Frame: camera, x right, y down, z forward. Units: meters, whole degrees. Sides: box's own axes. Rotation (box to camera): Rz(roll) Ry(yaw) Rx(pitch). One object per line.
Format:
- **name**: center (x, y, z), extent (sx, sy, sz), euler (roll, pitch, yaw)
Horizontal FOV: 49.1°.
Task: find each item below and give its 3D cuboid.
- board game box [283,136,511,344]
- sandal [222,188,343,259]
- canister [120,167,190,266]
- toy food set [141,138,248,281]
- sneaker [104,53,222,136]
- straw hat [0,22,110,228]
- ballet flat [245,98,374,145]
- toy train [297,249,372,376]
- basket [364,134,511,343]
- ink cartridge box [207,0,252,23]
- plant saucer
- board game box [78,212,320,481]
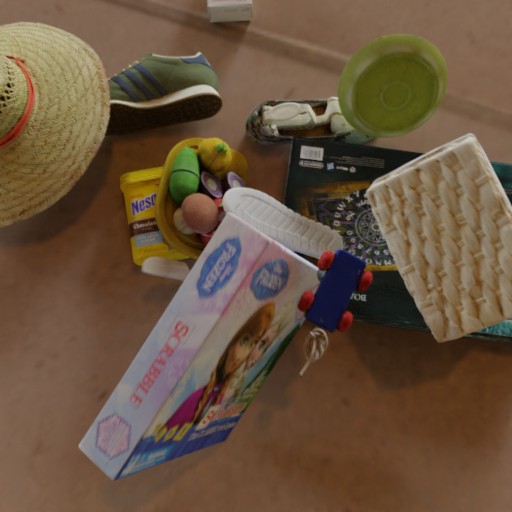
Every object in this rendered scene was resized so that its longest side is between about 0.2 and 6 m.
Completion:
- **board game box**: center (2.460, -0.244, 8.894), extent (4.216, 0.594, 2.851), euler (8, 78, 3)
- **sandal**: center (0.345, -0.352, 8.323), extent (1.941, 0.477, 0.790), euler (26, 49, -3)
- **canister**: center (-1.562, -0.636, 9.028), extent (1.062, 0.619, 1.430), euler (-10, 77, -3)
- **toy food set**: center (-0.708, -0.801, 8.573), extent (1.486, 0.825, 2.525), euler (21, 66, -27)
- **sneaker**: center (-1.922, -2.824, 9.516), extent (2.607, 0.874, 1.170), euler (-8, 67, -1)
- **straw hat**: center (-4.407, -2.484, 8.516), extent (3.988, 1.688, 3.988), euler (-4, 72, 12)
- **ballet flat**: center (1.020, -2.261, 9.332), extent (2.399, 0.863, 0.863), euler (-3, 76, -1)
- **toy train**: center (0.710, 0.654, 6.417), extent (0.607, 0.830, 1.434), euler (28, 82, -3)
- **basket**: center (2.636, -0.227, 7.387), extent (1.623, 1.477, 2.395), euler (-26, 90, 20)
- **ink cartridge box**: center (-0.506, -4.853, 10.165), extent (0.802, 0.461, 1.105), euler (-4, 76, -1)
- **plant saucer**: center (2.038, -2.431, 8.315), extent (1.635, 1.635, 0.254), euler (-1, 40, 0)
- **board game box**: center (-0.366, 1.133, 6.888), extent (0.597, 2.903, 2.896), euler (34, 93, 22)
